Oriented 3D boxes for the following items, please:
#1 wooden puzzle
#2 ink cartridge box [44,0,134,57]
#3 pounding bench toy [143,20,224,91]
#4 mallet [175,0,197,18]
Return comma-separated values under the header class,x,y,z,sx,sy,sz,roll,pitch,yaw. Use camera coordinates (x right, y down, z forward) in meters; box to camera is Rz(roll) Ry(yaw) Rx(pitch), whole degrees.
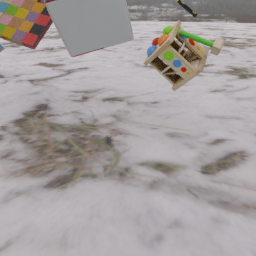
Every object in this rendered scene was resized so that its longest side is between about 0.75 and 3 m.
class,x,y,z,sx,sy,sz,roll,pitch,yaw
wooden puzzle,-2.990,-3.242,8.027,1.761,0.209,2.970,21,72,12
ink cartridge box,-0.937,-3.110,6.513,1.588,1.581,2.186,-16,56,4
pounding bench toy,1.218,-1.783,6.214,1.450,1.131,0.901,-35,22,47
mallet,1.529,-4.098,9.010,1.647,0.339,0.542,44,58,-1
